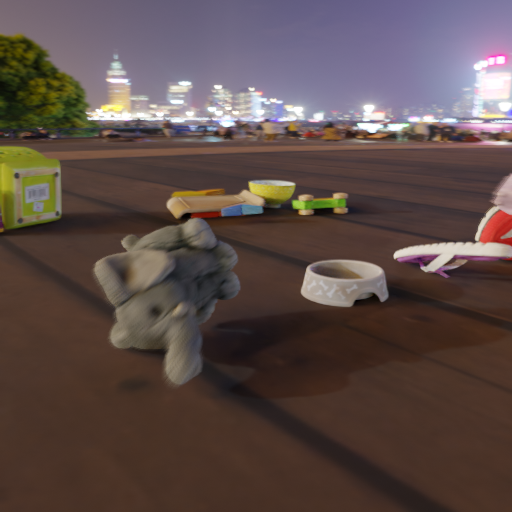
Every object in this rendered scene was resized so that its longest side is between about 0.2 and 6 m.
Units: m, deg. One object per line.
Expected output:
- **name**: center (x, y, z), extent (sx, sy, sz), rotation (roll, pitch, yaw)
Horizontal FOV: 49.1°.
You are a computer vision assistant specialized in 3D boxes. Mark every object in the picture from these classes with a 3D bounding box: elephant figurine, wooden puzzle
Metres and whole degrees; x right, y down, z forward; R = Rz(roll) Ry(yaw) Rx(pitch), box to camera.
- **elephant figurine**: center (-1.047, 0.436, 5.745), extent (1.452, 1.324, 1.871), rotation (-29, 12, 35)
- **wooden puzzle**: center (-1.052, -1.255, 14.003), extent (2.329, 0.404, 3.453), rotation (-6, 15, -8)

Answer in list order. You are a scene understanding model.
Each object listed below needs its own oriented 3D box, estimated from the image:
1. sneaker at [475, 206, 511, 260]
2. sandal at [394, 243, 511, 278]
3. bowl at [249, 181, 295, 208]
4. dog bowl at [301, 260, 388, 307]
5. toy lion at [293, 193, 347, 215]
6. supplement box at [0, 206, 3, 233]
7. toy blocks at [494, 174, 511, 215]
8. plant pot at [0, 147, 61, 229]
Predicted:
- **sneaker**: center (5.058, -0.337, 9.003), extent (2.907, 1.119, 1.234), rotation (-1, 19, -4)
- **sandal**: center (2.848, 0.083, 8.401), extent (0.785, 0.474, 1.928), rotation (7, -8, -34)
- **bowl**: center (0.404, -1.602, 14.684), extent (1.186, 0.638, 1.186), rotation (2, 14, -1)
- **dog bowl**: center (1.222, 0.348, 7.735), extent (1.201, 0.352, 1.201), rotation (0, 14, 0)
- **toy lion**: center (1.595, -1.334, 14.215), extent (1.461, 0.502, 1.401), rotation (-4, 8, -16)
- **supplement box**: center (-5.575, -0.899, 11.400), extent (0.587, 0.897, 0.463), rotation (9, 19, 17)
- **toy blocks**: center (3.647, -0.504, 6.166), extent (2.183, 2.424, 2.594), rotation (-38, 56, -17)
- **plant pot**: center (-5.315, -1.494, 12.452), extent (1.510, 1.655, 1.664), rotation (15, 19, 29)
